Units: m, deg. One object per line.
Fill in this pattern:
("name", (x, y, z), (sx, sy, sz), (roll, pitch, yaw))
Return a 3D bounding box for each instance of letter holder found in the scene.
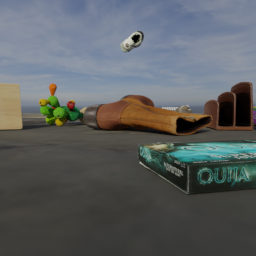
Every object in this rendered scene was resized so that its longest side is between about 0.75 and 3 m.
("letter holder", (2.811, -0.645, 8.047), (0.930, 1.314, 1.849), (0, 4, 5))

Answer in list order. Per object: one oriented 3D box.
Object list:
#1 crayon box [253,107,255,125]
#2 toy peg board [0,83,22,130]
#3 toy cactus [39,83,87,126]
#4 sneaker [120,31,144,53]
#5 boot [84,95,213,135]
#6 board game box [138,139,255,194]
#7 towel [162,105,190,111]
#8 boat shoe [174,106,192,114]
("crayon box", (5.256, -0.425, 9.789), (2.236, 0.652, 1.929), (1, 5, 23))
("toy peg board", (-3.554, -0.505, 7.444), (1.255, 1.250, 0.614), (-2, -11, -31))
("toy cactus", (-1.938, -0.621, 9.964), (2.242, 1.389, 2.717), (9, -7, -11))
("sneaker", (0.363, -3.461, 10.890), (0.681, 0.570, 1.539), (-26, 20, 44))
("boot", (0.766, -0.431, 7.364), (2.928, 1.003, 2.757), (4, 5, 39))
("board game box", (0.979, 0.264, 2.415), (1.570, 0.221, 1.062), (-1, 4, -15))
("towel", (2.394, -0.759, 14.154), (1.479, 0.764, 1.786), (0, 4, 8))
("boat shoe", (2.232, -0.495, 11.734), (0.692, 0.703, 1.887), (-9, -9, 24))
